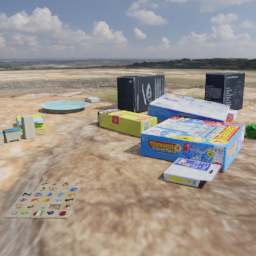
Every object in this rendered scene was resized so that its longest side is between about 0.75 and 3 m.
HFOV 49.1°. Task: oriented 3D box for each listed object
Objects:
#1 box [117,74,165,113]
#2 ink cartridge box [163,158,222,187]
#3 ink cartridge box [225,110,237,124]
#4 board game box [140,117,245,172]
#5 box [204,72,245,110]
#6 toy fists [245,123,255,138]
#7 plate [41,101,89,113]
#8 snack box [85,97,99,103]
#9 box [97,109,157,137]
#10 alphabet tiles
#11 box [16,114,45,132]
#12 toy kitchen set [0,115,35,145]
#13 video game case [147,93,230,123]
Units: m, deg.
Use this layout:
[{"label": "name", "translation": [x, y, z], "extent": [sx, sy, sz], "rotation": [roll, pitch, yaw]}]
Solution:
[{"label": "box", "translation": [0.679, -1.801, 14.183], "extent": [1.238, 1.756, 2.373], "rotation": [14, 19, 43]}, {"label": "ink cartridge box", "translation": [1.540, 1.051, 6.612], "extent": [1.096, 0.258, 1.083], "rotation": [10, 17, 27]}, {"label": "ink cartridge box", "translation": [3.888, -0.589, 12.439], "extent": [1.607, 0.350, 1.395], "rotation": [9, 16, 29]}, {"label": "board game box", "translation": [1.972, 0.347, 8.311], "extent": [2.381, 0.680, 2.432], "rotation": [8, 17, 30]}, {"label": "box", "translation": [4.846, -1.822, 14.048], "extent": [1.895, 1.863, 1.175], "rotation": [-12, 19, -39]}, {"label": "toy fists", "translation": [4.451, 0.126, 9.480], "extent": [0.342, 0.507, 0.994], "rotation": [-13, 19, -40]}, {"label": "plate", "translation": [-3.198, -1.060, 14.252], "extent": [2.384, 0.305, 2.384], "rotation": [1, 15, 0]}, {"label": "snack box", "translation": [-2.140, -1.684, 16.698], "extent": [0.575, 0.214, 0.809], "rotation": [-10, 18, -33]}, {"label": "box", "translation": [-0.094, -0.243, 10.625], "extent": [0.913, 0.608, 2.426], "rotation": [-14, 20, -41]}, {"label": "alphabet tiles", "translation": [-1.620, 1.411, 5.638], "extent": [1.153, 0.052, 1.380], "rotation": [0, 15, 1]}, {"label": "box", "translation": [-3.818, -0.201, 10.951], "extent": [0.925, 0.361, 1.516], "rotation": [-7, 17, -25]}, {"label": "toy kitchen set", "translation": [-4.027, -0.017, 9.472], "extent": [1.338, 0.788, 1.072], "rotation": [-14, 20, -42]}, {"label": "video game case", "translation": [2.524, -0.665, 11.336], "extent": [2.825, 0.642, 2.560], "rotation": [15, 22, 19]}]
